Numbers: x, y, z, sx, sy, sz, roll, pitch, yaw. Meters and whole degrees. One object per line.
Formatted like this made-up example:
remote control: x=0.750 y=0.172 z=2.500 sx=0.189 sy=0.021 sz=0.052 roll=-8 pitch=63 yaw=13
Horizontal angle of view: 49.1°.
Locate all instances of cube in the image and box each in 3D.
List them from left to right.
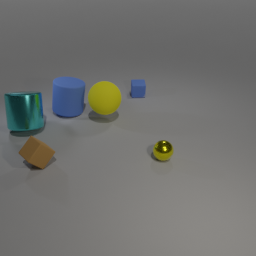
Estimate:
cube: x=-2.965 y=0.797 z=9.139 sx=0.700 sy=0.700 sz=0.700 roll=28 pitch=81 yaw=39
cube: x=0.530 y=-2.054 z=14.543 sx=0.700 sy=0.700 sz=0.700 roll=-1 pitch=37 yaw=-3

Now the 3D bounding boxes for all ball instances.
ball: x=-0.975 y=-1.254 z=11.746 sx=1.400 sy=1.400 sz=1.400 roll=0 pitch=29 yaw=0
ball: x=1.196 y=0.758 z=9.494 sx=0.700 sy=0.700 sz=0.700 roll=0 pitch=29 yaw=0

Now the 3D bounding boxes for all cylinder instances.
cylinder: x=-4.119 y=-0.706 z=11.163 sx=1.400 sy=1.400 sz=1.400 roll=-1 pitch=12 yaw=0
cylinder: x=-2.673 y=-1.421 z=12.599 sx=1.400 sy=1.400 sz=1.400 roll=8 pitch=28 yaw=-4
